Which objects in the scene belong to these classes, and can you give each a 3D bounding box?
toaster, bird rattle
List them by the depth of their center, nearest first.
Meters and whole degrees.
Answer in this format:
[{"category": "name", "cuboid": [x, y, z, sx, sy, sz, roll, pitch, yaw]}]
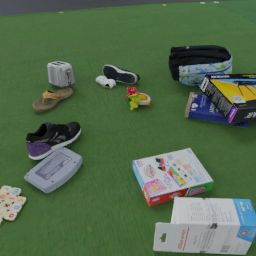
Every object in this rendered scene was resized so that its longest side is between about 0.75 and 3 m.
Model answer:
[{"category": "bird rattle", "cuboid": [0.426, -1.210, 11.603, 1.016, 0.702, 1.246, 10, 25, -6]}, {"category": "toaster", "cuboid": [-3.028, -2.398, 12.464, 1.458, 0.942, 0.829, 22, 34, 39]}]

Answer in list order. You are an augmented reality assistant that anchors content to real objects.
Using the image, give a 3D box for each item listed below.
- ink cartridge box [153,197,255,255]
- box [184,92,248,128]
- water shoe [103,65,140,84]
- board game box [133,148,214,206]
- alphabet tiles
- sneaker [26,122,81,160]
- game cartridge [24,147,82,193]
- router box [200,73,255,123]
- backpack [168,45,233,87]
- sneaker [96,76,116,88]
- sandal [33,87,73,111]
[{"category": "ink cartridge box", "cuboid": [1.698, 2.286, 6.541, 2.190, 1.270, 0.743, 1, 39, 2]}, {"category": "box", "cuboid": [3.523, -0.737, 11.013, 2.372, 0.384, 1.437, 12, 40, 13]}, {"category": "water shoe", "cuboid": [-0.329, -2.456, 13.084, 1.850, 0.661, 0.730, 25, 22, 24]}, {"category": "board game box", "cuboid": [1.285, 1.392, 8.340, 1.955, 0.394, 1.496, -10, 40, -13]}, {"category": "alphabet tiles", "cuboid": [-3.485, 2.119, 7.689, 1.201, 0.090, 1.228, 7, 39, 10]}, {"category": "sneaker", "cuboid": [-2.414, 0.157, 9.341, 0.806, 0.932, 2.128, 17, 37, 32]}, {"category": "game cartridge", "cuboid": [-2.208, 1.267, 8.595, 1.063, 0.326, 1.597, 21, 43, 29]}, {"category": "router box", "cuboid": [4.577, -1.232, 10.812, 2.896, 0.739, 2.160, -6, 45, -22]}, {"category": "backpack", "cuboid": [3.323, -2.855, 12.646, 2.635, 2.026, 2.150, -12, 34, 19]}, {"category": "sneaker", "cuboid": [-1.058, -2.075, 12.692, 0.996, 0.371, 0.434, 18, 47, 22]}, {"category": "sandal", "cuboid": [-3.118, -1.325, 11.589, 0.804, 0.540, 2.001, 28, 45, 28]}]
